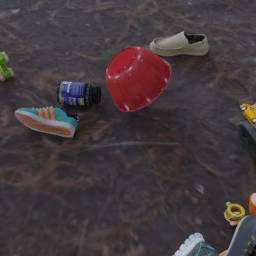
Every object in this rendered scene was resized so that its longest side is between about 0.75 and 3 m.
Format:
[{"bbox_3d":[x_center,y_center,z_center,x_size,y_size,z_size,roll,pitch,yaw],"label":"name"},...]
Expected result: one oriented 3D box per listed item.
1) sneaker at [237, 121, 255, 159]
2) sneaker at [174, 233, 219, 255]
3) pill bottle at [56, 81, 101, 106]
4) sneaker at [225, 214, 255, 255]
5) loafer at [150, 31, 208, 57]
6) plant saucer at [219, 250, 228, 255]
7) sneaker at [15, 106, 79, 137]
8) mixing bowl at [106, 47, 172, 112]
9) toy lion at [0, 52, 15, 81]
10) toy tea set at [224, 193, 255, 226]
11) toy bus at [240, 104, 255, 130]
[{"bbox_3d":[4.855,0.758,8.673,1.674,1.117,2.922,-15,47,-4],"label":"sneaker"},{"bbox_3d":[1.383,3.483,6.608,2.112,0.819,0.963,-38,46,-24],"label":"sneaker"},{"bbox_3d":[-1.805,-1.262,10.438,1.539,0.861,0.861,5,52,4],"label":"pill bottle"},{"bbox_3d":[2.630,2.974,6.050,0.957,1.359,2.558,19,63,13],"label":"sneaker"},{"bbox_3d":[2.289,-3.800,12.423,2.626,0.896,0.993,-1,52,-1],"label":"loafer"},{"bbox_3d":[3.096,4.066,6.459,2.664,0.499,2.664,0,51,-1],"label":"plant saucer"},{"bbox_3d":[-2.791,-0.363,9.835,2.200,0.785,0.879,16,52,3],"label":"sneaker"},{"bbox_3d":[0.127,-1.853,9.486,2.374,1.286,2.374,-26,40,25],"label":"mixing bowl"},{"bbox_3d":[-5.256,-2.831,11.253,0.570,1.659,1.591,-31,76,-21],"label":"toy lion"},{"bbox_3d":[3.542,2.498,7.158,1.321,0.822,2.221,-13,34,-13],"label":"toy tea set"},{"bbox_3d":[3.996,-0.314,8.600,0.544,0.453,1.390,-31,30,13],"label":"toy bus"}]
